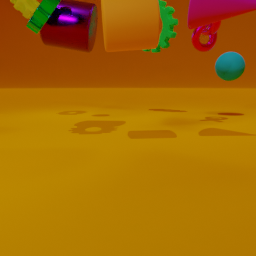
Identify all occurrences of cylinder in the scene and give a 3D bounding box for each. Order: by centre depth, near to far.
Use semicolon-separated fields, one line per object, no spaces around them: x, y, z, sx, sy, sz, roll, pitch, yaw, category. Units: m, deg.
0.027;-2.070;5.535;1.036;1.036;1.036;-5;9;-5;cylinder
-1.497;-2.664;7.260;1.219;1.219;1.219;10;9;0;cylinder

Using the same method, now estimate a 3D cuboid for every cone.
1.983;-2.450;5.389;1.306;1.302;1.302;18;14;17;cone

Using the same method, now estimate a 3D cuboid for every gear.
-1.635;-2.698;5.950;0.271;1.466;1.466;34;-7;-26;gear
-3.309;-4.172;9.958;1.651;0.305;1.651;36;24;-18;gear
1.032;-4.035;11.172;1.955;1.955;0.362;7;16;38;gear

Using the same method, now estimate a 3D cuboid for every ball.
3.823;-2.306;10.511;1.071;1.071;1.071;0;9;0;ball

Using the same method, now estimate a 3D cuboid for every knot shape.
2.399;-3.096;8.198;0.684;1.481;1.386;19;48;13;knot shape
